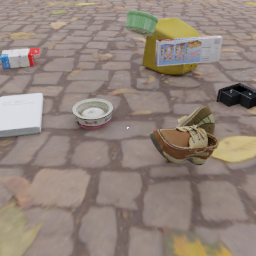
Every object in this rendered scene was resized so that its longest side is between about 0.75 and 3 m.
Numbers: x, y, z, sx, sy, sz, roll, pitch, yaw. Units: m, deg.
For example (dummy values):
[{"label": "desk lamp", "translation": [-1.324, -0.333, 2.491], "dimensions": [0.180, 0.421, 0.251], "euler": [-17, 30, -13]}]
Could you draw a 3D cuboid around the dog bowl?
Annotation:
[{"label": "dog bowl", "translation": [-1.087, -0.429, 8.790], "dimensions": [1.269, 0.468, 1.269], "euler": [0, 35, 0]}]

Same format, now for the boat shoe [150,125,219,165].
[{"label": "boat shoe", "translation": [1.257, 0.252, 5.869], "dimensions": [2.066, 0.763, 0.782], "euler": [12, 40, -51]}]

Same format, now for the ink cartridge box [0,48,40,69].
[{"label": "ink cartridge box", "translation": [-4.842, -3.201, 12.791], "dimensions": [1.659, 0.558, 0.964], "euler": [-8, 35, -11]}]

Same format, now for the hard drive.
[{"label": "hard drive", "translation": [-3.507, -0.458, 8.986], "dimensions": [1.437, 0.291, 2.179], "euler": [-7, 34, -10]}]

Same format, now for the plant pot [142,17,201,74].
[{"label": "plant pot", "translation": [2.053, -3.335, 11.963], "dimensions": [1.948, 1.892, 1.904], "euler": [37, 48, 29]}]

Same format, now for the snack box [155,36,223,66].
[{"label": "snack box", "translation": [2.030, -2.570, 9.339], "dimensions": [2.280, 0.820, 0.277], "euler": [-8, 32, -13]}]

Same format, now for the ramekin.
[{"label": "ramekin", "translation": [0.434, -3.455, 9.337], "dimensions": [1.067, 0.521, 1.067], "euler": [14, 8, -2]}]

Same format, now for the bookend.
[{"label": "bookend", "translation": [3.848, -1.043, 9.673], "dimensions": [1.066, 0.491, 1.059], "euler": [-18, 38, -24]}]

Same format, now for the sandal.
[{"label": "sandal", "translation": [1.624, 0.084, 7.819], "dimensions": [2.374, 0.954, 0.641], "euler": [-32, 24, -32]}]
